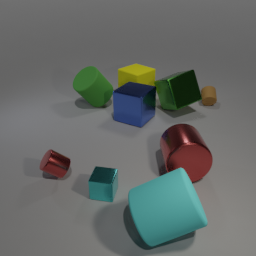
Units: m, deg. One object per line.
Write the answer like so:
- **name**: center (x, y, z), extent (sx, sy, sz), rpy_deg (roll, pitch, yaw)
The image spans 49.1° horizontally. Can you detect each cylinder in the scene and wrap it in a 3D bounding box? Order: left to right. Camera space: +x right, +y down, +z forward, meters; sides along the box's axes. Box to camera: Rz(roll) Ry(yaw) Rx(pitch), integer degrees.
- **cylinder**: center (-2.264, 1.114, 8.715), extent (0.700, 0.700, 0.700), rpy_deg (32, 16, -29)
- **cylinder**: center (-1.624, -1.931, 13.151), extent (1.400, 1.400, 1.400), rpy_deg (-16, 54, 24)
- **cylinder**: center (0.923, 1.837, 6.564), extent (1.400, 1.400, 1.400), rpy_deg (-26, 27, 11)
- **cylinder**: center (1.788, 0.760, 8.864), extent (1.400, 1.400, 1.400), rpy_deg (-1, 25, -2)
- **cylinder**: center (3.914, -1.559, 13.566), extent (0.700, 0.700, 0.700), rpy_deg (2, 58, 4)

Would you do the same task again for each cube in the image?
- **cube**: center (-0.704, 1.628, 8.164), extent (0.700, 0.700, 0.700), rpy_deg (6, 30, 10)
- **cube**: center (0.299, -1.065, 12.192), extent (1.400, 1.400, 1.400), rpy_deg (15, 33, 26)
- **cube**: center (0.443, -2.406, 14.591), extent (1.400, 1.400, 1.400), rpy_deg (26, 38, 38)
- **cube**: center (2.249, -1.712, 12.732), extent (1.400, 1.400, 1.400), rpy_deg (-23, 12, -17)
